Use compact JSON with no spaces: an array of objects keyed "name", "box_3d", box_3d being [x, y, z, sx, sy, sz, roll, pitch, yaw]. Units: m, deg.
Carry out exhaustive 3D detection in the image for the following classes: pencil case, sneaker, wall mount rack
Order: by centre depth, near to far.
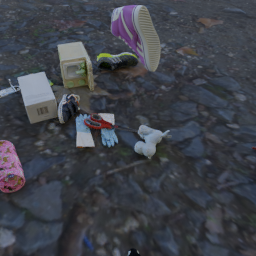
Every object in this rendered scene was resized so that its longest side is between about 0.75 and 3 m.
[{"name":"pencil case","box_3d":[-4.099,1.250,9.471,0.803,0.839,1.938,-31,47,-8]},{"name":"sneaker","box_3d":[0.289,-3.641,11.516,1.690,2.965,1.074,12,55,32]},{"name":"sneaker","box_3d":[-2.491,-0.901,11.967,0.722,0.713,1.819,-4,40,4]},{"name":"wall mount rack","box_3d":[-5.683,-1.753,13.074,1.415,0.527,1.229,-29,49,-27]},{"name":"sneaker","box_3d":[-0.584,-3.401,14.833,2.285,0.844,0.925,-1,48,10]}]

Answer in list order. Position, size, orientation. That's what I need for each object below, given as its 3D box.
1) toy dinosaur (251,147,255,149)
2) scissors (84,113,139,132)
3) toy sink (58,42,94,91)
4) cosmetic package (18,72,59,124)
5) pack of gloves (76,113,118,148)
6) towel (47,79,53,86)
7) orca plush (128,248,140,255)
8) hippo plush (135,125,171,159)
[{"name":"toy dinosaur","box_3d":[4.876,1.753,9.024,1.441,2.744,2.490,22,79,4]},{"name":"scissors","box_3d":[-0.639,-0.013,11.190,2.275,0.158,0.832,22,40,7]},{"name":"toy sink","box_3d":[-2.604,-2.926,13.637,1.329,1.547,2.373,-13,44,-14]},{"name":"cosmetic package","box_3d":[-3.958,-1.402,12.306,1.277,1.007,2.373,-16,43,-16]},{"name":"pack of gloves","box_3d":[-1.271,0.157,11.184,1.593,0.374,1.897,2,44,-14]},{"name":"towel","box_3d":[-4.191,-2.139,13.832,0.873,0.099,0.627,-25,46,-25]},{"name":"orca plush","box_3d":[0.181,3.577,7.153,0.587,0.397,1.116,4,42,5]},{"name":"hippo plush","box_3d":[0.830,0.608,10.321,1.308,1.042,1.051,14,70,23]}]
